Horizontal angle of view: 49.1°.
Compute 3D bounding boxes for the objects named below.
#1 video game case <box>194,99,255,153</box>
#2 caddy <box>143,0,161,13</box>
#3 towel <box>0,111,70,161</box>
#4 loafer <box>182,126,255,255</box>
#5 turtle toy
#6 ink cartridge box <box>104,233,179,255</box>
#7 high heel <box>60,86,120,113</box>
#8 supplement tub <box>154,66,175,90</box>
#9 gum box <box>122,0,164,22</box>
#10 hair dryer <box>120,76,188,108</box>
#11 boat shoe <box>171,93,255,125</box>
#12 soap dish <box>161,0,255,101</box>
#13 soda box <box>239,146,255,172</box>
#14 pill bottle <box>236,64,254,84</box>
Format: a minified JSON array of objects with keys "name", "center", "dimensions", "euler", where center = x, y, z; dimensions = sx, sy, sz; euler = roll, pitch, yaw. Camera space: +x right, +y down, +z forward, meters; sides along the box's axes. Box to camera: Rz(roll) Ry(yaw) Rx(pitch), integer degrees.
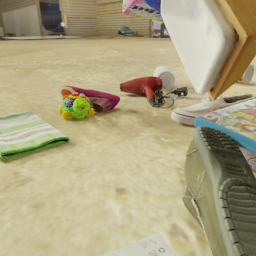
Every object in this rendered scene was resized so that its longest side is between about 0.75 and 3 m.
[{"name":"video game case","center":[3.130,-0.100,6.025],"dimensions":[2.831,0.252,2.026],"euler":[-15,30,-35]},{"name":"caddy","center":[0.955,-3.654,7.746],"dimensions":[1.373,0.721,0.971],"euler":[19,34,-31]},{"name":"towel","center":[-3.032,0.078,7.857],"dimensions":[1.878,0.386,2.518],"euler":[-18,28,-36]},{"name":"loafer","center":[1.523,1.191,4.400],"dimensions":[1.124,1.041,2.989],"euler":[17,33,-9]},{"name":"turtle toy","center":[-1.703,-0.755,9.430],"dimensions":[1.108,0.768,1.520],"euler":[-10,23,-23]},{"name":"ink cartridge box","center":[-0.235,1.951,3.072],"dimensions":[2.104,0.412,1.046],"euler":[-10,24,-27]},{"name":"high heel","center":[-1.452,-1.171,10.523],"dimensions":[2.311,0.779,1.111],"euler":[27,37,25]},{"name":"supplement tub","center":[1.717,-2.417,13.431],"dimensions":[0.939,0.939,1.424],"euler":[1,22,2]},{"name":"gum box","center":[1.476,-4.364,9.657],"dimensions":[2.997,0.991,1.701],"euler":[5,5,-16]},{"name":"hair dryer","center":[0.890,-1.619,11.640],"dimensions":[2.870,0.780,2.186],"euler":[13,26,31]},{"name":"boat shoe","center":[2.805,-0.690,9.036],"dimensions":[2.846,0.935,1.024],"euler":[-2,22,-5]},{"name":"soap dish","center":[1.497,-2.041,5.204],"dimensions":[1.015,1.965,2.498],"euler":[-18,69,-5]},{"name":"soda box","center":[3.495,0.107,7.063],"dimensions":[0.999,0.904,2.852],"euler":[19,29,39]},{"name":"pill bottle","center":[5.473,-2.918,14.570],"dimensions":[1.796,1.045,1.045],"euler":[21,30,40]}]
